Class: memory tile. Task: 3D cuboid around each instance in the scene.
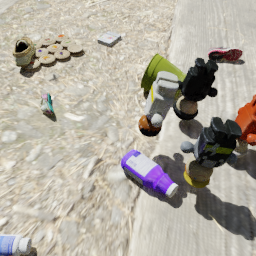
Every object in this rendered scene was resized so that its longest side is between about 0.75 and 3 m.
[{"bbox_3d":[-3.315,-3.203,11.584,2.558,0.215,1.961,-27,52,-24],"label":"memory tile"}]

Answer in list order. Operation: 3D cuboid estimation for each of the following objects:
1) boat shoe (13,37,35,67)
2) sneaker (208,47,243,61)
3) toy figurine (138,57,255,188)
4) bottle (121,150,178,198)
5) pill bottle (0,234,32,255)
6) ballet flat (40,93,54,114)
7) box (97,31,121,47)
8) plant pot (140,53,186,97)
[{"bbox_3d":[-4.062,-3.136,10.952,0.698,0.626,1.887,-7,46,-8],"label":"boat shoe"},{"bbox_3d":[3.890,-3.045,11.203,1.361,0.549,0.508,4,44,5],"label":"sneaker"},{"bbox_3d":[1.842,-0.196,7.144,2.767,1.955,2.810,-28,59,-38],"label":"toy figurine"},{"bbox_3d":[0.545,1.170,7.134,1.554,0.507,0.649,33,52,28],"label":"bottle"},{"bbox_3d":[-2.475,2.485,5.909,0.787,0.441,0.441,2,46,1],"label":"pill bottle"},{"bbox_3d":[-2.674,-0.752,9.147,0.397,0.386,1.117,-26,44,1],"label":"ballet flat"},{"bbox_3d":[-0.821,-3.923,12.308,0.686,0.181,0.880,26,52,23],"label":"box"},{"bbox_3d":[1.275,-1.670,9.505,1.254,1.303,1.303,28,51,10],"label":"plant pot"}]
